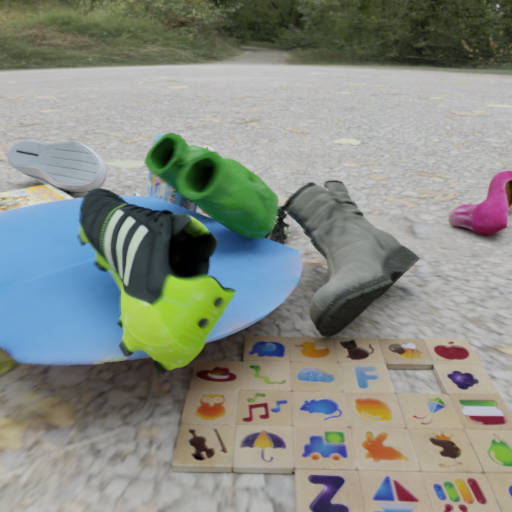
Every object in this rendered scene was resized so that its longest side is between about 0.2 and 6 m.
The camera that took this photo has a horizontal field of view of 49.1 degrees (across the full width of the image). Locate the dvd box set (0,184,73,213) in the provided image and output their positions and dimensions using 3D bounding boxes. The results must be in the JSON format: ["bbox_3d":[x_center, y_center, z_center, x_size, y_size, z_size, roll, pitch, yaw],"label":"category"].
[{"bbox_3d":[-5.138,-0.998,11.752,2.253,0.331,1.648,-18,29,-35],"label":"dvd box set"}]

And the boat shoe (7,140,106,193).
[{"bbox_3d":[-4.506,-2.070,13.256,3.094,1.138,1.033,22,-13,30],"label":"boat shoe"}]

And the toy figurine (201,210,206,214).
[{"bbox_3d":[-1.641,-1.055,11.345,0.929,0.818,1.551,-42,36,-4],"label":"toy figurine"}]

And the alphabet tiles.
[{"bbox_3d":[0.947,1.656,5.920,3.437,0.130,2.873,0,24,2],"label":"alphabet tiles"}]

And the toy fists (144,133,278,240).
[{"bbox_3d":[-0.588,-1.049,8.219,1.344,0.907,2.637,38,-2,-37],"label":"toy fists"}]

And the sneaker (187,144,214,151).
[{"bbox_3d":[-1.910,-2.774,15.611,1.490,0.599,0.659,3,31,5],"label":"sneaker"}]

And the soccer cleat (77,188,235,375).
[{"bbox_3d":[-1.061,-0.062,5.764,0.982,1.179,2.909,36,10,-41],"label":"soccer cleat"}]

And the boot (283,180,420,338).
[{"bbox_3d":[1.009,-0.113,7.819,1.935,1.003,2.962,46,30,12],"label":"boot"}]

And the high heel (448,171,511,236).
[{"bbox_3d":[5.087,-1.108,11.201,2.545,0.857,1.221,-22,21,-31],"label":"high heel"}]

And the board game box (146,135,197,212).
[{"bbox_3d":[-1.590,-1.358,10.620,0.401,1.289,1.707,-5,35,-28],"label":"board game box"}]

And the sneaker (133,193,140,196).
[{"bbox_3d":[-1.752,-0.307,9.772,1.021,0.993,2.563,9,22,-29],"label":"sneaker"}]

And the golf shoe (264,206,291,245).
[{"bbox_3d":[-0.248,-0.291,9.764,0.979,0.858,2.222,-3,12,31],"label":"golf shoe"}]

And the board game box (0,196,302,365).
[{"bbox_3d":[-1.964,0.409,7.613,5.032,0.980,3.975,21,30,38],"label":"board game box"}]
